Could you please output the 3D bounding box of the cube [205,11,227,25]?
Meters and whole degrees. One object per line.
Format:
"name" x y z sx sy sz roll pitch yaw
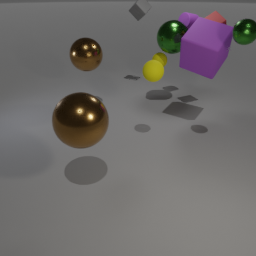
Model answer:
"cube" 3.398 -4.008 11.064 0.700 0.700 0.700 -33 59 5

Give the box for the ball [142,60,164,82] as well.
"ball" 0.817 -1.844 9.076 0.700 0.700 0.700 0 28 0

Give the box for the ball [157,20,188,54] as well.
"ball" 1.943 -3.929 12.119 1.400 1.400 1.400 0 28 0

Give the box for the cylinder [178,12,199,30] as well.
"cylinder" 2.715 -4.733 12.472 0.700 0.700 0.700 -7 27 -37

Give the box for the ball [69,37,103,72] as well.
"ball" -1.771 -3.103 11.861 1.400 1.400 1.400 0 28 0

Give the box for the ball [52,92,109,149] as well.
"ball" -1.173 -0.186 6.972 1.400 1.400 1.400 0 28 0

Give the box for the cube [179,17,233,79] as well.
"cube" 2.861 -2.942 10.331 1.400 1.400 1.400 27 64 22

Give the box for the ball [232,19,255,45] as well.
"ball" 3.274 -2.676 7.810 0.700 0.700 0.700 0 28 0

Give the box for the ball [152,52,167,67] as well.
"ball" 1.437 -3.073 12.719 0.700 0.700 0.700 0 28 0

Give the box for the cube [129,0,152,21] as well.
"cube" 0.603 -5.925 13.894 0.700 0.700 0.700 -19 34 56
